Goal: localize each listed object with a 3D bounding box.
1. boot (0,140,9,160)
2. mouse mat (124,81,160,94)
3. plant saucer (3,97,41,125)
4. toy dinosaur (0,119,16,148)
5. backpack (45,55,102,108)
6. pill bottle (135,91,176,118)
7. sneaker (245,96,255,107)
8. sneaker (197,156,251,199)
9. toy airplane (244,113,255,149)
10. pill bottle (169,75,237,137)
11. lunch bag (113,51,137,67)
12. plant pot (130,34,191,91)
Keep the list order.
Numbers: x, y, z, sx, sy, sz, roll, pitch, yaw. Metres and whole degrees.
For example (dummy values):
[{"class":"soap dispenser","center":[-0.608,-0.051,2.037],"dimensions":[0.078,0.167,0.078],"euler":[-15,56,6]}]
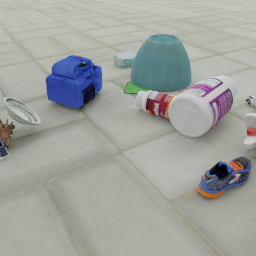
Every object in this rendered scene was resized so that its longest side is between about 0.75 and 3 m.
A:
[{"class":"boot","center":[-4.092,0.521,8.834],"dimensions":[0.399,0.496,1.098],"euler":[-28,43,-35]},{"class":"mouse mat","center":[0.665,-1.815,12.745],"dimensions":[1.579,0.059,1.271],"euler":[7,34,8]},{"class":"plant saucer","center":[-3.632,-0.479,9.446],"dimensions":[1.405,0.353,1.405],"euler":[39,9,-7]},{"class":"toy dinosaur","center":[-4.370,-0.179,9.154],"dimensions":[0.766,1.785,1.210],"euler":[-52,14,-17]},{"class":"backpack","center":[-2.005,-2.028,11.509],"dimensions":[1.787,1.846,2.199],"euler":[21,35,17]},{"class":"pill bottle","center":[1.106,-0.938,10.700],"dimensions":[1.530,0.865,0.865],"euler":[17,37,25]},{"class":"sneaker","center":[5.043,-1.018,11.245],"dimensions":[0.640,0.392,0.983],"euler":[11,36,19]},{"class":"sneaker","center":[2.714,1.211,7.573],"dimensions":[1.915,0.751,0.721],"euler":[-23,41,-31]},{"class":"toy airplane","center":[4.938,0.003,8.187],"dimensions":[2.943,2.086,2.956],"euler":[-7,35,-9]},{"class":"pill bottle","center":[2.811,-0.920,10.057],"dimensions":[1.562,1.562,2.783],"euler":[26,41,33]},{"class":"lunch bag","center":[-0.086,-3.712,15.161],"dimensions":[1.344,0.518,1.078],"euler":[-15,39,-21]},{"class":"plant pot","center":[1.595,-3.230,13.109],"dimensions":[2.925,1.970,2.925],"euler":[1,32,0]}]
